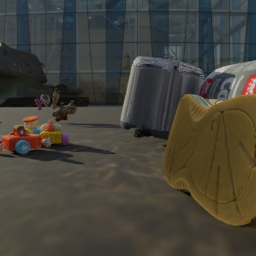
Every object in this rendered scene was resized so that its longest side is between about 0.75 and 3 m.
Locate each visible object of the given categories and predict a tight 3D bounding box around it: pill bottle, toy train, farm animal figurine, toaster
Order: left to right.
[{"bbox_3d":[-2.052,0.072,5.577,1.488,0.551,1.981,-4,7,-38],"label":"toy train"},{"bbox_3d":[-2.986,-0.871,11.617,1.508,1.218,0.758,35,-33,1],"label":"farm animal figurine"},{"bbox_3d":[0.797,-0.676,6.334,1.398,1.589,2.461,14,11,32],"label":"toaster"},{"bbox_3d":[2.449,-0.374,4.626,1.602,1.602,2.813,-1,6,-12],"label":"pill bottle"}]

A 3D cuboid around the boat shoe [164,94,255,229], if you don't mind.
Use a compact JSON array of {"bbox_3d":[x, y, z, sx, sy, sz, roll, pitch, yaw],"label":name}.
[{"bbox_3d":[0.939,0.229,2.542,0.896,0.998,2.698,13,6,-3],"label":"boat shoe"}]
